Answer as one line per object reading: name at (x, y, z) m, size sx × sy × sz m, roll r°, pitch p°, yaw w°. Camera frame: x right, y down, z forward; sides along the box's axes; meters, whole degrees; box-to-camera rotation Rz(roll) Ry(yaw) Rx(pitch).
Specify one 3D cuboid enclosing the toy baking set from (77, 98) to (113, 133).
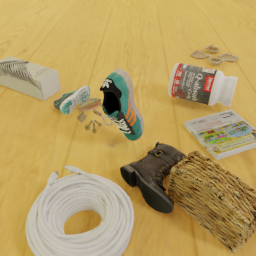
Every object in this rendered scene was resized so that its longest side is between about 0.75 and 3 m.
toy baking set at (-1.060, -0.454, 9.590) m, size 1.411 × 1.083 × 0.164 m, roll -25°, pitch 2°, yaw 11°

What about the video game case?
video game case at (3.278, 0.152, 9.512) m, size 2.066 × 0.236 × 1.880 m, roll -14°, pitch 41°, yaw -18°

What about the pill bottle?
pill bottle at (2.835, -1.623, 10.689) m, size 2.336 × 1.353 × 1.353 m, roll 15°, pitch 41°, yaw 18°

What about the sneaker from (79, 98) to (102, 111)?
sneaker at (-1.492, -0.924, 10.815) m, size 0.920 × 0.328 × 0.368 m, roll -20°, pitch 36°, yaw -29°

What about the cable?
cable at (-1.096, 2.149, 6.519) m, size 2.446 × 0.847 × 2.447 m, roll 14°, pitch 41°, yaw 15°

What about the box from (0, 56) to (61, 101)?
box at (-4.289, -2.136, 11.794) m, size 2.782 × 0.951 × 1.143 m, roll 19°, pitch 42°, yaw 22°

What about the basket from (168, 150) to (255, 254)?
basket at (2.302, 1.445, 6.797) m, size 1.650 × 1.581 × 2.215 m, roll -28°, pitch 47°, yaw -29°

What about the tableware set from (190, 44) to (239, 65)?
tableware set at (4.443, -3.741, 14.372) m, size 1.808 × 0.251 × 2.164 m, roll -26°, pitch 46°, yaw -28°

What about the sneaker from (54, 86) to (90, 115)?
sneaker at (-2.186, -1.209, 10.910) m, size 0.795 × 0.676 × 1.742 m, roll 20°, pitch 41°, yaw 28°

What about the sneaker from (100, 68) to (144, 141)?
sneaker at (-0.249, -0.447, 8.253) m, size 0.883 × 2.474 × 0.989 m, roll 14°, pitch 47°, yaw 36°

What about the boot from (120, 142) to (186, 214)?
boot at (1.000, 1.197, 7.794) m, size 1.848 × 0.735 × 2.123 m, roll -26°, pitch 43°, yaw -28°
